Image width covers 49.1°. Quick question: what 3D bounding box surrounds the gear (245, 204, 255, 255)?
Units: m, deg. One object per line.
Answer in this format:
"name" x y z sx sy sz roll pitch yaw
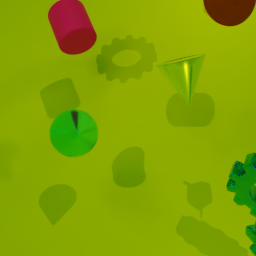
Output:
"gear" 2.092 1.223 3.447 1.245 0.230 1.245 -3 106 -9

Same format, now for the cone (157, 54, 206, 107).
"cone" 1.183 -0.916 5.796 0.998 0.998 1.002 -16 104 -6

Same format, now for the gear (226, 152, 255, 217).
"gear" 2.978 1.264 5.558 1.897 1.897 0.351 29 54 11

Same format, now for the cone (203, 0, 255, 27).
"cone" 1.512 -2.117 4.801 0.910 0.914 0.910 -1 98 -10

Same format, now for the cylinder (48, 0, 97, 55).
"cylinder" -1.429 -2.585 7.195 1.003 1.003 1.003 -21 72 -8

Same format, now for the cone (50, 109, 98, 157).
"cone" -0.995 0.110 5.347 0.998 1.002 0.998 0 90 -14
